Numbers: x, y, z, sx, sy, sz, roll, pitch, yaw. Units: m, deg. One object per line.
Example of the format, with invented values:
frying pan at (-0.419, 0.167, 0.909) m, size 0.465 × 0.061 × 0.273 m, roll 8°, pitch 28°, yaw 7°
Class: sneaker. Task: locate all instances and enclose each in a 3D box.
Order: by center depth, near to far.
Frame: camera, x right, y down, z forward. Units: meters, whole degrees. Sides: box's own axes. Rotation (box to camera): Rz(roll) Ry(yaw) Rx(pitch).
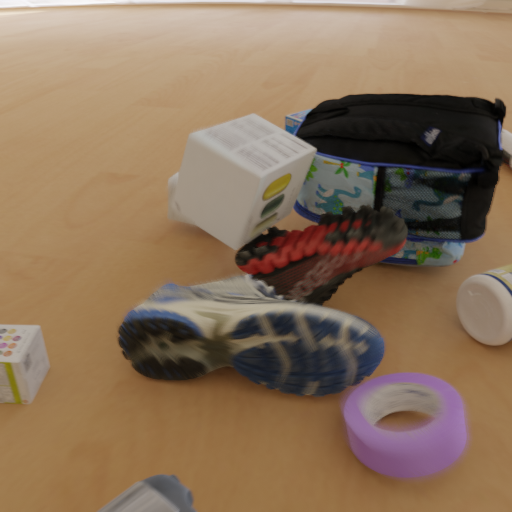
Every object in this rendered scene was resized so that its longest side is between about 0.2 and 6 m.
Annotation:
sneaker at (-0.025, 0.856, 7.710) m, size 3.524 × 1.358 × 1.501 m, roll 5°, pitch 31°, yaw 11°
sneaker at (1.071, 0.105, 8.622) m, size 2.805 × 1.370 × 0.991 m, roll -14°, pitch 25°, yaw 33°

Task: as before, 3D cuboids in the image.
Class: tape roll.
tape roll at (1.741, 1.946, 6.599) m, size 1.347 × 0.442 × 1.347 m, roll -12°, pitch 22°, yaw 5°

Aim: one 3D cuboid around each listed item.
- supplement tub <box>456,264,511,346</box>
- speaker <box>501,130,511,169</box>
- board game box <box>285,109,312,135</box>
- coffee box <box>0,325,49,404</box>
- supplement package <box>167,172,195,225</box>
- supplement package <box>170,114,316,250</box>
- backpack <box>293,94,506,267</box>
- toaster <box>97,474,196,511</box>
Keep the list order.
supplement tub at (3.913, 0.657, 8.432) m, size 1.488 × 1.074 × 1.074 m, roll -14°, pitch 34°, yaw -22°
speaker at (6.500, -2.601, 14.121) m, size 0.674 × 0.674 × 1.660 m, roll -3°, pitch 32°, yaw -4°
board game box at (2.258, -3.662, 15.919) m, size 2.058 × 0.587 × 2.102 m, roll -23°, pitch 38°, yaw -33°
coffee box at (-3.306, 1.436, 7.479) m, size 0.736 × 0.744 × 0.743 m, roll 1°, pitch 32°, yaw 2°
supplement package at (-0.915, -1.114, 11.097) m, size 1.475 × 0.862 × 0.865 m, roll 13°, pitch 28°, yaw 13°
supplement package at (-0.189, -1.240, 8.977) m, size 1.350 × 1.360 × 1.792 m, roll 33°, pitch 36°, yaw 17°
backpack at (2.468, -1.443, 10.345) m, size 3.551 × 2.610 × 3.250 m, roll 11°, pitch 35°, yaw 18°
toaster at (-0.799, 3.000, 3.515) m, size 2.241 × 1.971 × 3.469 m, roll -25°, pitch 22°, yaw -31°
